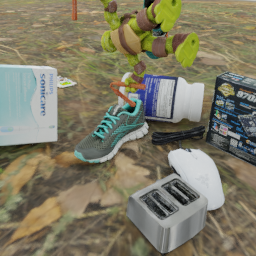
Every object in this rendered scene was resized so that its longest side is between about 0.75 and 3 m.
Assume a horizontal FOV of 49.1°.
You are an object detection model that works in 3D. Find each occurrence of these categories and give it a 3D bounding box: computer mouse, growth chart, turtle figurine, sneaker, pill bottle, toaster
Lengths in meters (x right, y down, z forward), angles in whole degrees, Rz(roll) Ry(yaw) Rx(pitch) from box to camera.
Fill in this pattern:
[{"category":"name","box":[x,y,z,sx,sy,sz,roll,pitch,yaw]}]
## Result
[{"category":"computer mouse","box":[1.603,0.782,7.045,1.626,0.651,2.965,-3,31,-7]},{"category":"growth chart","box":[-2.925,-2.007,12.224,1.308,0.116,0.946,27,39,36]},{"category":"turtle figurine","box":[0.170,-1.407,4.672,0.810,2.515,2.028,-40,32,-27]},{"category":"sneaker","box":[0.832,-3.213,9.032,1.022,2.863,1.144,3,54,7]},{"category":"pill bottle","box":[1.093,-0.951,9.125,2.582,1.494,1.494,8,32,11]},{"category":"toaster","box":[0.782,1.651,5.460,1.215,0.797,1.344,-20,37,-29]},{"category":"sneaker","box":[-0.458,-0.049,7.860,1.052,1.237,2.712,22,38,32]}]

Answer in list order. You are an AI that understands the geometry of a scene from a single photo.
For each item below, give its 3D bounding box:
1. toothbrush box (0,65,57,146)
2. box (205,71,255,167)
[{"category":"toothbrush box","box":[-3.376,-0.646,7.456,2.799,2.049,1.194,-5,17,-26]},{"category":"box","box":[3.325,-0.066,7.066,0.604,2.088,2.627,-25,38,-35]}]
